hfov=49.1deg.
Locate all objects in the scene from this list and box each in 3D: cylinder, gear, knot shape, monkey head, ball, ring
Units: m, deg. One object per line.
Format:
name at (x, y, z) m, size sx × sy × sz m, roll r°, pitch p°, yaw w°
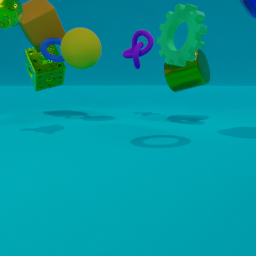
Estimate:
cylinder at (2.138, -2.045, 10.107) m, size 1.268 × 1.268 × 1.268 m, roll -12°, pitch 1°, yaw 34°
gear at (1.571, -2.756, 8.369) m, size 0.321 × 1.737 × 1.737 m, roll -1°, pitch 8°, yaw -35°
knot shape at (0.354, -2.882, 10.632) m, size 0.659 × 1.335 × 1.427 m, roll 19°, pitch -30°, yaw -29°
monkey head at (-3.044, -2.662, 6.524) m, size 0.967 × 1.155 × 1.605 m, roll 33°, pitch 20°, yaw -31°
ball at (-1.542, -2.608, 9.245) m, size 1.325 × 1.325 × 1.325 m, roll 0°, pitch 10°, yaw 0°
cylinder at (2.785, -3.107, 5.640) m, size 1.295 × 1.295 × 1.295 m, roll 9°, pitch -9°, yaw 44°
ring at (-2.495, -2.722, 9.750) m, size 1.069 × 1.069 × 0.214 m, roll -4°, pitch -29°, yaw -21°

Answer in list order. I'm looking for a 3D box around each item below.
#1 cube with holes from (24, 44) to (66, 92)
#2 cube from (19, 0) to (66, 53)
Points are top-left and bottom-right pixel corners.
cube with holes at (-3.439, -2.487, 11.612) m, size 1.245 × 1.245 × 1.245 m, roll -20°, pitch -16°, yaw -25°
cube at (-3.180, -3.745, 10.095) m, size 1.230 × 1.230 × 1.230 m, roll -33°, pitch 55°, yaw -11°
